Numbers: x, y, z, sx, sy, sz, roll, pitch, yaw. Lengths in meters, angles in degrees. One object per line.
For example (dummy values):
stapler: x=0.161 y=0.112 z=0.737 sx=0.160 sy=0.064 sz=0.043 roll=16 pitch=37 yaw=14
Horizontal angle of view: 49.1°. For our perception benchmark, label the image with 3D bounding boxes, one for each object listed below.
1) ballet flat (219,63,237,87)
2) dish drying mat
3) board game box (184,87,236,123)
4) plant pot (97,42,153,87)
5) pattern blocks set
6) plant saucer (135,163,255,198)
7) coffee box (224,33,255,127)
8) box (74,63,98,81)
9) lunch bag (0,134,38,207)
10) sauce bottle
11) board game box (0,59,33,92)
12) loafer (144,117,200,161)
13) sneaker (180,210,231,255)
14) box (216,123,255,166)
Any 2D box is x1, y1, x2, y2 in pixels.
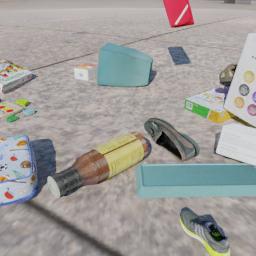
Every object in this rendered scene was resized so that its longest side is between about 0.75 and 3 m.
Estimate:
ballet flat: x=4.001 y=-1.644 z=9.792 sx=0.989 sy=0.681 sz=2.936 roll=2 pitch=-3 yaw=43
dish drying mat: x=1.802 y=-5.227 z=10.889 sx=1.021 sy=2.657 sz=0.242 roll=-13 pitch=-4 yaw=-6
board game box: x=3.192 y=-0.853 z=9.798 sx=1.949 sy=0.393 sz=1.491 roll=-19 pitch=34 yaw=-31
plant pot: x=-0.069 y=-2.597 z=12.046 sx=2.136 sy=1.510 sz=1.509 roll=12 pitch=30 yaw=7
pattern blocks set: x=-4.260 y=-0.632 z=9.632 sx=2.007 sy=0.163 sz=1.765 roll=25 pitch=37 yaw=38
plant saucer: x=1.640 y=1.122 z=6.281 sx=2.927 sy=0.278 sz=1.023 roll=0 pitch=29 yaw=-2
coffee box: x=4.769 y=-1.263 z=8.072 sx=2.435 sy=2.408 sz=2.431 roll=-17 pitch=41 yaw=-31
box: x=-1.892 y=-2.598 z=12.930 sx=0.741 sy=0.517 sz=0.973 roll=13 pitch=31 yaw=22
lunch bag: x=-2.871 y=0.899 z=6.199 sx=1.582 sy=0.746 sz=1.975 roll=-12 pitch=31 yaw=-18
sauce bottle: x=-0.619 y=0.792 z=6.318 sx=2.425 sy=0.800 sz=0.800 roll=-21 pitch=35 yaw=-36
board game box: x=-5.233 y=-2.238 z=11.788 sx=1.387 sy=0.380 sz=2.197 roll=26 pitch=28 yaw=1
loafer: x=1.013 y=0.269 z=7.483 sx=0.593 sy=0.677 sz=1.884 roll=-27 pitch=40 yaw=-30
sneaker: x=1.345 y=1.754 z=4.885 sx=0.406 sy=0.445 sz=1.099 roll=-19 pitch=34 yaw=-31
box: x=2.896 y=0.370 z=6.878 sx=1.084 sy=0.708 sz=1.078 roll=19 pitch=14 yaw=31
